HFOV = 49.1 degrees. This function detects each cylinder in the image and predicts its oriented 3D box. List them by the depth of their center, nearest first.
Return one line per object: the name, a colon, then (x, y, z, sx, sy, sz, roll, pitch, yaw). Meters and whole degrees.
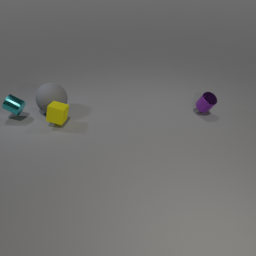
cylinder: (-4.914, -0.992, 12.085, 0.700, 0.700, 0.700, 27, 31, -6)
cylinder: (3.496, -1.145, 12.516, 0.700, 0.700, 0.700, 8, 60, -15)

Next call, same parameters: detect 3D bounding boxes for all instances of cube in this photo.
cube: (-2.957, -0.635, 11.761, 0.700, 0.700, 0.700, 15, 25, 1)

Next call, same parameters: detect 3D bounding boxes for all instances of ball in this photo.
ball: (-3.438, -1.332, 12.623, 1.400, 1.400, 1.400, 0, 31, 0)
